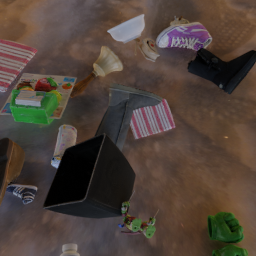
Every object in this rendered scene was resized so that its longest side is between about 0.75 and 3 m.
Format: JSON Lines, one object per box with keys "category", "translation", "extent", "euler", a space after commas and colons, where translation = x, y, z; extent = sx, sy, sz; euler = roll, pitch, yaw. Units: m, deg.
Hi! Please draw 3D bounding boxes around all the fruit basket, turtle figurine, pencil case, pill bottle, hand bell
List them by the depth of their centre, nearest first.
{"category": "turtle figurine", "translation": [0.298, 2.239, 7.240], "extent": [1.256, 1.218, 0.904], "euler": [-29, 97, -14]}
{"category": "pill bottle", "translation": [-1.613, 3.768, 7.728], "extent": [0.558, 0.558, 1.008], "euler": [-5, 55, -3]}
{"category": "pencil case", "translation": [-2.234, 0.655, 9.821], "extent": [0.712, 0.652, 1.569], "euler": [30, 47, -30]}
{"category": "fruit basket", "translation": [-3.453, -1.376, 10.961], "extent": [2.375, 1.202, 2.564], "euler": [6, 52, 4]}
{"category": "hand bell", "translation": [-1.525, -2.149, 11.758], "extent": [1.291, 1.291, 2.479], "euler": [40, 77, 24]}

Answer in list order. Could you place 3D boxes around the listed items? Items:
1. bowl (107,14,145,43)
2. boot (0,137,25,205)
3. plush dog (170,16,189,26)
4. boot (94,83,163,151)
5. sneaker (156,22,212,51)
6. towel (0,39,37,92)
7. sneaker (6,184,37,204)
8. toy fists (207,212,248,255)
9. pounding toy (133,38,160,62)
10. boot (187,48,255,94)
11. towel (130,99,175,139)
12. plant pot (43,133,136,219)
{"category": "bowl", "translation": [0.038, -4.550, 13.149], "extent": [1.885, 0.847, 1.885], "euler": [-22, 17, 7]}
{"category": "boot", "translation": [-3.900, 1.611, 8.958], "extent": [0.930, 0.953, 2.527], "euler": [-11, 56, 24]}
{"category": "plush dog", "translation": [2.726, -5.247, 14.028], "extent": [0.820, 0.766, 0.955], "euler": [-16, 53, -39]}
{"category": "boot", "translation": [-0.032, -0.187, 9.648], "extent": [2.193, 0.875, 2.412], "euler": [10, 95, -22]}
{"category": "sneaker", "translation": [2.703, -4.070, 13.005], "extent": [2.628, 0.952, 1.498], "euler": [-21, 61, -14]}
{"category": "towel", "translation": [-5.601, -2.827, 12.485], "extent": [2.045, 0.418, 2.795], "euler": [17, 59, 12]}
{"category": "sneaker", "translation": [-3.488, 2.127, 9.000], "extent": [1.022, 0.358, 0.554], "euler": [3, 53, -2]}
{"category": "toy fists", "translation": [2.901, 3.328, 7.990], "extent": [0.962, 0.649, 1.888], "euler": [1, 54, 0]}
{"category": "pounding toy", "translation": [0.856, -3.616, 13.019], "extent": [0.832, 0.835, 1.455], "euler": [-8, 60, -40]}
{"category": "boot", "translation": [4.110, -2.896, 12.086], "extent": [2.255, 1.025, 2.684], "euler": [37, 69, 19]}
{"category": "towel", "translation": [0.853, -0.351, 10.616], "extent": [1.668, 0.250, 1.221], "euler": [-16, 80, -11]}
{"category": "plant pot", "translation": [-0.913, 1.603, 7.951], "extent": [1.941, 1.722, 1.936], "euler": [-21, 42, 40]}
